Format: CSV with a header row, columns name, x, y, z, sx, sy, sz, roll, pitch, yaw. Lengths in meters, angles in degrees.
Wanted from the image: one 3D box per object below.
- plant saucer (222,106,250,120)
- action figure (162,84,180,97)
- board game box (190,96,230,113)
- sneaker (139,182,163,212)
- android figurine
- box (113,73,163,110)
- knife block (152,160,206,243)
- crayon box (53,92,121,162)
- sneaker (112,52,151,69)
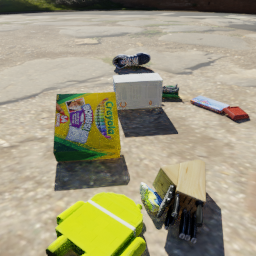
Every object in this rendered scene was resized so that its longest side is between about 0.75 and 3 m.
name,x,y,z,sx,sy,sz,roll,pitch,yaw
plant saucer,4.837,-0.716,12.539,0.903,0.166,0.904,-6,37,-19
action figure,1.472,-1.973,14.542,2.291,0.627,1.353,-3,29,-2
board game box,3.931,-1.160,13.493,0.855,0.162,1.662,-23,37,-37
sneaker,0.697,1.922,7.832,0.539,0.388,1.026,2,34,-23
android figurine,-0.636,2.420,6.712,2.254,0.509,2.477,20,35,31
box,0.435,-1.744,13.291,2.210,1.375,1.077,-4,29,-8
knife block,1.675,1.863,7.393,2.275,0.728,1.997,-5,40,-35
crayon box,-1.448,-0.122,10.024,2.204,0.745,2.555,-4,55,-5
sneaker,0.176,-4.478,18.660,2.526,0.885,1.370,3,24,19
